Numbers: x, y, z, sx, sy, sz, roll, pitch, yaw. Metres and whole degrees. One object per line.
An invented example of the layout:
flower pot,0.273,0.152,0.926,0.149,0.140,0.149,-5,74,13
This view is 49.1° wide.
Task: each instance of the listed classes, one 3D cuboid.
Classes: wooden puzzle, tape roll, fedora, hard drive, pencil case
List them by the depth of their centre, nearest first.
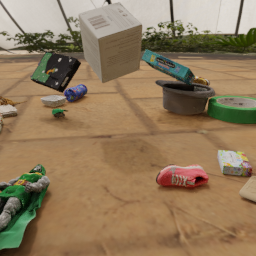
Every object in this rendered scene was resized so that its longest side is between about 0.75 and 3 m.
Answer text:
wooden puzzle,3.115,1.495,6.460,0.828,0.207,0.894,15,29,37
hard drive,-3.106,-2.405,11.847,2.154,1.505,0.407,22,-13,36
tape roll,4.920,-0.876,12.555,2.603,0.626,2.603,1,20,0
fedora,2.562,-1.378,13.012,2.785,1.258,2.463,3,20,-6
pencil case,-2.905,-1.973,15.514,0.783,0.704,1.804,29,23,5

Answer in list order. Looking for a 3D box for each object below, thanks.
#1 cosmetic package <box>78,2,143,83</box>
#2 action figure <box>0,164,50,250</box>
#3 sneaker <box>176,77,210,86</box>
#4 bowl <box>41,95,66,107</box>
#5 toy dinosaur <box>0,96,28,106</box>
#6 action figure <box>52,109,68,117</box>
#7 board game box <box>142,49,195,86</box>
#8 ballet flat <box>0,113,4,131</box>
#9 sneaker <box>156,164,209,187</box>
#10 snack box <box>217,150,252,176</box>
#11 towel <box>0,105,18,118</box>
cosmetic package,-0.558,-2.743,9.054,1.483,1.783,1.492,-25,58,-17
action figure,-2.391,1.456,5.864,1.619,0.749,2.740,-1,16,8
sneaker,4.330,-3.070,18.694,2.273,0.852,1.024,25,24,37
bowl,-3.788,-1.364,14.308,1.036,0.387,1.037,11,22,30
toy dinosaur,-5.946,-1.267,14.139,0.934,0.531,1.758,14,8,8
action figure,-3.120,-0.697,12.480,0.739,0.342,1.250,-10,15,-22
board game box,1.796,-2.622,12.202,2.062,0.484,1.557,30,8,21
ballet flat,-5.207,-0.228,10.723,0.731,0.617,1.932,-10,22,-18
sneaker,1.356,1.198,6.835,1.341,0.494,0.581,-5,21,-15
snack box,2.952,0.961,7.829,0.743,0.277,1.044,3,20,9
towel,-5.763,-0.789,12.842,1.036,0.270,1.563,-15,24,-38
